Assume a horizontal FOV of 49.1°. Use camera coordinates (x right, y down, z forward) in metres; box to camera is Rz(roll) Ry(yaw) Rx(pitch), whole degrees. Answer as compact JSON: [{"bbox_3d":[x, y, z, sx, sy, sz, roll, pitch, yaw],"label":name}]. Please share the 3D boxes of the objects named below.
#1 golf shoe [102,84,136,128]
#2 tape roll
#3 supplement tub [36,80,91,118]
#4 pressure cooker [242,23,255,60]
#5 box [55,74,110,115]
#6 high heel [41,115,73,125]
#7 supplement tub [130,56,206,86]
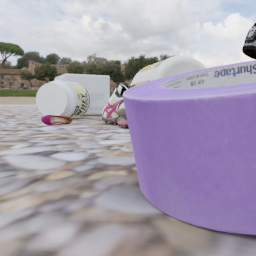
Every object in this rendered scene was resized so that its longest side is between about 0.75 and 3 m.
[{"bbox_3d":[-0.124,-0.682,8.501,0.973,1.234,2.680,-3,5,-22],"label":"golf shoe"},{"bbox_3d":[0.974,-0.064,2.297,1.947,0.827,1.947,-10,14,3],"label":"tape roll"},{"bbox_3d":[-2.522,-1.108,11.151,1.508,1.508,2.080,2,7,15],"label":"supplement tub"},{"bbox_3d":[4.486,-2.955,9.297,1.056,1.201,1.073,25,4,19],"label":"pressure cooker"},{"bbox_3d":[-2.372,-1.656,14.251,2.285,1.967,2.297,-3,7,-28],"label":"box"},{"bbox_3d":[-2.176,-0.273,8.654,0.476,0.333,0.989,-9,-3,32],"label":"high heel"},{"bbox_3d":[1.198,-1.114,8.889,1.981,1.981,2.739,-2,6,-16],"label":"supplement tub"}]
